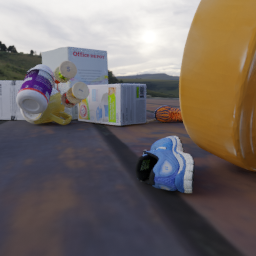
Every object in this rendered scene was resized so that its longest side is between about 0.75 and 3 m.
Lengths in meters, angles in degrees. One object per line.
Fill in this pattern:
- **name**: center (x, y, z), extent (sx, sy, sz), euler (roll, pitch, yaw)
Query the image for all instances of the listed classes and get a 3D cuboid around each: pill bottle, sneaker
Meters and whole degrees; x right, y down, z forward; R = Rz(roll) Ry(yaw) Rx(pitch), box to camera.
- **pill bottle**: center (-2.758, -1.231, 8.530), extent (0.882, 0.882, 1.568), euler (0, 48, 1)
- **sneaker**: center (0.398, 0.402, 3.571), extent (0.610, 0.538, 1.369), euler (2, 8, -3)
- **sneaker**: center (1.783, -0.491, 10.024), extent (1.620, 0.628, 0.908), euler (-4, 7, -29)

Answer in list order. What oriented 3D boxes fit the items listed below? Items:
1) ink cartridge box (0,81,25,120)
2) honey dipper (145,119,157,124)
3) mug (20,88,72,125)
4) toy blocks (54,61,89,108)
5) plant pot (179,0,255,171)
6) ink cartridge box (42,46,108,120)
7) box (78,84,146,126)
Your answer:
- **ink cartridge box**: center (-4.221, -1.092, 11.093), extent (2.643, 1.533, 0.897), euler (2, 7, 4)
- **honey dipper**: center (1.112, -0.311, 10.211), extent (0.273, 0.273, 1.435), euler (7, 14, 44)
- **mug**: center (-2.836, -0.728, 9.557), extent (1.610, 1.290, 1.322), euler (-3, 12, 7)
- **toy blocks**: center (-1.982, -1.310, 8.979), extent (0.565, 1.296, 1.555), euler (-35, 9, -32)
- **plant pot**: center (2.583, -0.554, 3.108), extent (2.976, 2.976, 2.725), euler (-6, 25, -40)
- **ink cartridge box**: center (-2.246, -1.899, 12.053), extent (2.073, 2.866, 2.082), euler (7, 10, 43)
- **box**: center (-0.632, -0.864, 9.960), extent (1.230, 1.365, 2.427), euler (-7, 10, -44)
